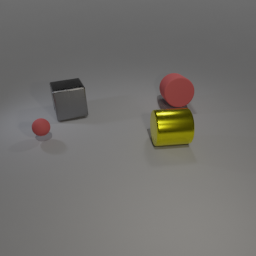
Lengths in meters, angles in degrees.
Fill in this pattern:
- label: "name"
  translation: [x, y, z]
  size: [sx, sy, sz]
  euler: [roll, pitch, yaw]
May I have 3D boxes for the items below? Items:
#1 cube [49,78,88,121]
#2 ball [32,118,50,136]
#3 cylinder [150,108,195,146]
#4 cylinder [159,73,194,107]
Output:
- label: "cube"
  translation: [-2.705, -1.333, 12.806]
  size: [1.400, 1.400, 1.400]
  euler: [-12, 30, -15]
- label: "ball"
  translation: [-3.397, -0.031, 10.948]
  size: [0.700, 0.700, 0.700]
  euler: [0, 31, 0]
- label: "cylinder"
  translation: [1.664, -0.041, 10.775]
  size: [1.400, 1.400, 1.400]
  euler: [-4, 31, -6]
- label: "cylinder"
  translation: [2.295, -1.825, 13.353]
  size: [1.400, 1.400, 1.400]
  euler: [-2, 19, -3]
